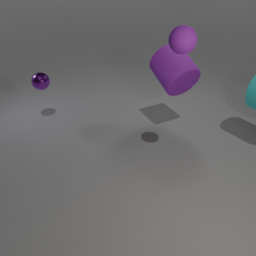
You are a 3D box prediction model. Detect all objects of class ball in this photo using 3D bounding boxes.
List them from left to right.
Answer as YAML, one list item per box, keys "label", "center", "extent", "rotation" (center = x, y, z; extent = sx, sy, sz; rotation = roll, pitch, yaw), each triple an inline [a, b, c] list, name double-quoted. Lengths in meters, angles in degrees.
- label: "ball"
  center: [-3.441, -1.843, 11.039]
  extent: [0.700, 0.700, 0.700]
  rotation: [0, 32, 0]
- label: "ball"
  center: [1.357, -2.185, 6.951]
  extent: [0.700, 0.700, 0.700]
  rotation: [0, 32, 0]

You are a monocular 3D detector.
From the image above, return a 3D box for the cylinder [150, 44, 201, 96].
- label: "cylinder"
  center: [1.720, -2.147, 10.371]
  extent: [1.400, 1.400, 1.400]
  rotation: [-16, 62, -24]

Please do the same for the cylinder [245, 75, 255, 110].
- label: "cylinder"
  center: [5.030, -1.131, 9.560]
  extent: [1.400, 1.400, 1.400]
  rotation: [-21, 36, -30]
